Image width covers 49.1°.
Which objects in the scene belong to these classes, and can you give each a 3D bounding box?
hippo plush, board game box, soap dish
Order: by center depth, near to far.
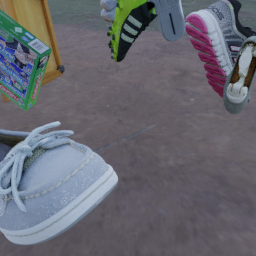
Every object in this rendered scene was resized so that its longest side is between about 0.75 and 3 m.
[{"bbox_3d":[-2.092,-1.243,4.164,1.888,1.270,0.275,38,49,-2],"label":"board game box"},{"bbox_3d":[-2.153,-1.817,5.665,0.904,2.225,1.751,-4,20,15],"label":"soap dish"},{"bbox_3d":[-0.309,-4.400,9.414,1.440,1.807,1.453,-4,48,-16],"label":"hippo plush"}]

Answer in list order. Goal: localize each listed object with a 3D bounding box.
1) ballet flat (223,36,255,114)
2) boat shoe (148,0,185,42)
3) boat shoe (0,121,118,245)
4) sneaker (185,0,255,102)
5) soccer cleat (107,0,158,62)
[{"bbox_3d":[1.984,-0.884,4.955,0.487,1.444,0.460,23,28,25],"label":"ballet flat"},{"bbox_3d":[0.825,-3.389,6.920,0.966,2.627,0.877,-17,52,1],"label":"boat shoe"},{"bbox_3d":[-1.228,0.426,3.133,1.061,0.923,2.878,-40,23,-29],"label":"boat shoe"},{"bbox_3d":[2.146,-1.487,5.723,1.105,2.525,0.932,-39,33,-2],"label":"sneaker"},{"bbox_3d":[0.103,-2.492,6.714,1.041,2.568,0.867,-6,65,-14],"label":"soccer cleat"}]
